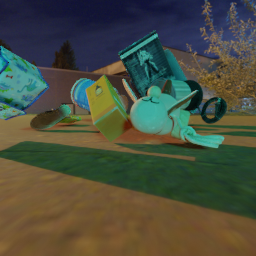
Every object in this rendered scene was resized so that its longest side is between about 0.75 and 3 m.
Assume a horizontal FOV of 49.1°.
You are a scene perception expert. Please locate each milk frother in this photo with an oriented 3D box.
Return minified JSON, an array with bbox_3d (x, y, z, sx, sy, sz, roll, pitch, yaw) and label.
[{"bbox_3d":[1.673,-0.738,7.822,1.621,1.463,1.525,-12,-2,43],"label":"milk frother"}]

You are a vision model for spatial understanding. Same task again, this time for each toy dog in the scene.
[{"bbox_3d":[0.510,-0.361,4.083,1.320,0.964,2.001,11,0,-10],"label":"toy dog"}]

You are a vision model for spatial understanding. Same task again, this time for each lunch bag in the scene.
[{"bbox_3d":[-2.268,-0.702,5.103,1.224,0.780,1.041,-40,-30,11],"label":"lunch bag"}]

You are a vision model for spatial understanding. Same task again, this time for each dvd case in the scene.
[{"bbox_3d":[0.590,-1.734,8.050,1.223,1.645,0.131,-34,31,-6],"label":"dvd case"}]

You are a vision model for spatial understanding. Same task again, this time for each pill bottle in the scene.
[{"bbox_3d":[-1.200,-1.230,11.917,2.386,1.339,1.339,23,17,37],"label":"pill bottle"}]

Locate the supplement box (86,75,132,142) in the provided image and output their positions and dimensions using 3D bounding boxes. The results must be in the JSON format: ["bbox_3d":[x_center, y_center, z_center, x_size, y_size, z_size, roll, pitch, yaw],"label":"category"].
[{"bbox_3d":[-0.378,-0.398,4.957,0.492,0.509,1.479,-35,34,8],"label":"supplement box"}]

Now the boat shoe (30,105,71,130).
[{"bbox_3d":[-2.287,-0.267,8.158,1.320,0.493,0.438,-40,6,-39],"label":"boat shoe"}]

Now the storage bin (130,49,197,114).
[{"bbox_3d":[1.506,-1.658,12.039,1.862,2.772,2.018,-26,10,32],"label":"storage bin"}]

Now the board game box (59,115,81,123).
[{"bbox_3d":[-2.417,-0.341,11.101,0.618,0.194,1.295,-15,-11,25],"label":"board game box"}]
